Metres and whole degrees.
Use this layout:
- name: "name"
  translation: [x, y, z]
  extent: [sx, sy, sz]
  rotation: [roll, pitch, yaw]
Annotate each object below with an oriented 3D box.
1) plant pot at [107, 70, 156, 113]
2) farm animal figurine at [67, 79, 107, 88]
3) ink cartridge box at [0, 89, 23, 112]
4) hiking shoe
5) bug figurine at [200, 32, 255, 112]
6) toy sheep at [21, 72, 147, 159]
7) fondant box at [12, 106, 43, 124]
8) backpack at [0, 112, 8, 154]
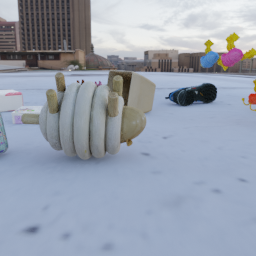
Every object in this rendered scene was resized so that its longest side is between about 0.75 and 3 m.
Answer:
- name: "plant pot"
  translation: [0.148, -1.228, 10.193]
  extent: [1.333, 1.504, 1.506]
  rotation: [3, 9, -36]
- name: "farm animal figurine"
  translation: [-1.834, -1.468, 12.382]
  extent: [1.718, 0.896, 1.699]
  rotation: [18, 34, 33]
- name: "ink cartridge box"
  translation: [-4.902, -1.088, 10.942]
  extent: [1.194, 0.695, 1.640]
  rotation: [-9, 17, -32]
- name: "hiking shoe"
  translation: [2.895, -1.549, 12.360]
  extent: [2.465, 0.917, 1.068]
  rotation: [-9, 17, -32]
- name: "bug figurine"
  translation: [3.188, -1.513, 7.863]
  extent: [2.736, 0.704, 2.121]
  rotation: [38, -4, 2]
- name: "toy sheep"
  translation: [-0.835, -0.177, 5.322]
  extent: [2.374, 1.636, 1.636]
  rotation: [6, 14, 5]
- name: "fondant box"
  translation: [-3.081, -0.440, 8.970]
  extent: [0.899, 0.363, 1.246]
  rotation: [-1, 13, -6]
- name: "backpack"
  translation: [-2.884, 0.162, 5.291]
  extent: [1.062, 0.942, 0.799]
  rotation: [-14, 14, -32]
